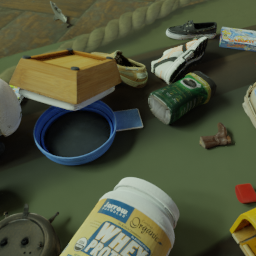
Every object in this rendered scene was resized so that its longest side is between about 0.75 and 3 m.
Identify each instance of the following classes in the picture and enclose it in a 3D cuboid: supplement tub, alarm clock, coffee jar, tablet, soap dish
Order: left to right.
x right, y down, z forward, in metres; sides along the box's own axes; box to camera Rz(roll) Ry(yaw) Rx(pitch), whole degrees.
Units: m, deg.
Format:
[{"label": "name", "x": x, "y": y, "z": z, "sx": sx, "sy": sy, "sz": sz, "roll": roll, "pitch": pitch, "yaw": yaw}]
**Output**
[{"label": "alarm clock", "x": -2.157, "y": 2.639, "z": 5.494, "sx": 1.485, "sy": 0.733, "sz": 2.202, "roll": 0, "pitch": 51, "yaw": -1}, {"label": "soap dish", "x": -1.689, "y": -1.571, "z": 8.345, "sx": 2.174, "sy": 1.122, "sz": 2.763, "roll": 17, "pitch": 27, "yaw": 18}, {"label": "supplement tub", "x": -0.163, "y": 2.235, "z": 5.154, "sx": 1.668, "sy": 1.668, "sz": 2.307, "roll": 23, "pitch": 52, "yaw": 20}, {"label": "tablet", "x": -0.220, "y": -0.218, "z": 8.448, "sx": 1.238, "sy": 0.085, "sz": 0.806, "roll": -9, "pitch": 49, "yaw": -6}, {"label": "coffee jar", "x": 1.706, "y": -0.984, "z": 8.607, "sx": 2.040, "sy": 0.870, "sz": 1.064, "roll": -29, "pitch": 53, "yaw": -23}]

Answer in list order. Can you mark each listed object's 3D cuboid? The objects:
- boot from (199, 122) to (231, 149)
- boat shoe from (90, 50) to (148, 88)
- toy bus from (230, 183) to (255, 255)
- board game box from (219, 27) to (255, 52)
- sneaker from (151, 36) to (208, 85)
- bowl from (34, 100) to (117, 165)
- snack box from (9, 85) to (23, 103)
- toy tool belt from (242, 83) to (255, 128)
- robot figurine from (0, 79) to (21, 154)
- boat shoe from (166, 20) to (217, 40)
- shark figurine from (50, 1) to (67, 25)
[{"label": "boot", "x": 2.385, "y": 0.207, "z": 7.972, "sx": 0.860, "sy": 0.276, "sz": 0.801, "roll": -11, "pitch": 47, "yaw": -4}, {"label": "boat shoe", "x": -0.385, "y": -2.293, "z": 9.736, "sx": 2.492, "sy": 0.949, "sz": 0.893, "roll": 24, "pitch": 52, "yaw": 20}, {"label": "toy bus", "x": 3.460, "y": 1.944, "z": 5.669, "sx": 2.408, "sy": 1.319, "sz": 2.552, "roll": 16, "pitch": 50, "yaw": 14}, {"label": "board game box", "x": 4.628, "y": -3.584, "z": 11.342, "sx": 1.712, "sy": 0.295, "sz": 1.159, "roll": 11, "pitch": 49, "yaw": 10}, {"label": "sneaker", "x": 1.890, "y": -2.617, "z": 10.011, "sx": 1.101, "sy": 1.015, "sz": 2.753, "roll": 32, "pitch": 55, "yaw": 27}, {"label": "bowl", "x": -1.448, "y": 0.052, "z": 7.898, "sx": 2.297, "sy": 0.451, "sz": 2.297, "roll": -2, "pitch": 48, "yaw": 2}, {"label": "snack box", "x": -3.715, "y": -1.096, "z": 9.150, "sx": 0.589, "sy": 0.219, "sz": 0.828, "roll": 7, "pitch": 48, "yaw": 6}, {"label": "toy tool belt", "x": 4.409, "y": -0.379, "z": 7.480, "sx": 1.756, "sy": 1.729, "sz": 2.813, "roll": -15, "pitch": 50, "yaw": -13}, {"label": "robot figurine", "x": -4.352, "y": -0.268, "z": 7.377, "sx": 2.925, "sy": 2.198, "sz": 1.825, "roll": -23, "pitch": 28, "yaw": -19}, {"label": "boat shoe", "x": 2.641, "y": -4.109, "z": 11.549, "sx": 2.086, "sy": 0.691, "sz": 0.729, "roll": 4, "pitch": 48, "yaw": 4}, {"label": "shark figurine", "x": -3.094, "y": -4.965, "z": 12.588, "sx": 0.555, "sy": 0.795, "sz": 1.330, "roll": -38, "pitch": 73, "yaw": 1}]
